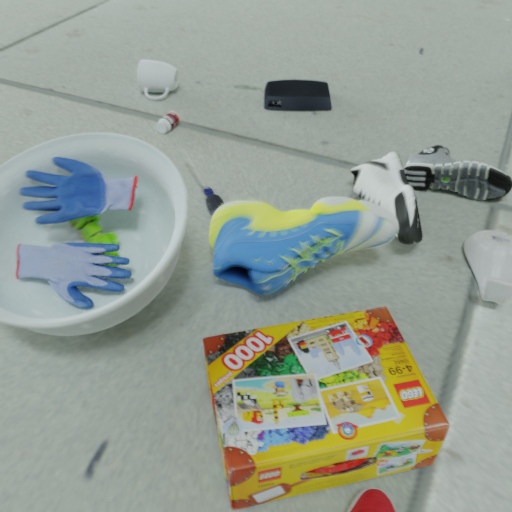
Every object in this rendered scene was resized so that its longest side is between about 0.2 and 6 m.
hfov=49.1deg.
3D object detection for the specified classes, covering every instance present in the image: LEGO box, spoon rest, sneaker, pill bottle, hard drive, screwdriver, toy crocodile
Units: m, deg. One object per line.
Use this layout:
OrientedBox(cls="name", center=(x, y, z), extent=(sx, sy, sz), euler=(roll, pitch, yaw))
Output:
OrientedBox(cls="LEGO box", center=(0.797, 1.975, 7.658), extent=(2.770, 1.069, 2.063), euler=(-9, 43, -10))
OrientedBox(cls="spoon rest", center=(4.283, 0.186, 10.059), extent=(1.127, 0.687, 2.268), euler=(16, 32, 15))
OrientedBox(cls="sneaker", center=(1.236, 3.309, 6.079), extent=(0.749, 1.183, 2.103), euler=(15, 41, 12))
OrientedBox(cls="pill bottle", center=(-2.207, -3.322, 13.965), extent=(0.356, 0.356, 0.623), euler=(18, 46, 19))
OrientedBox(cls="hard drive", center=(1.108, -4.326, 15.032), extent=(1.799, 0.381, 1.213), euler=(1, 43, 1))
OrientedBox(cls="screwdriver", center=(-1.133, -1.552, 11.757), extent=(0.338, 0.353, 2.426), euler=(-33, 61, 3))
OrientedBox(cls="sneaker", center=(0.744, -0.027, 9.686), extent=(3.319, 1.257, 1.743), euler=(0, 57, 15))
OrientedBox(cls="sneaker", center=(4.353, -1.944, 12.132), extent=(2.246, 0.843, 1.297), euler=(11, 42, 14))
OrientedBox(cls="sneaker", center=(2.562, -1.062, 11.121), extent=(1.103, 1.016, 2.757), euler=(-13, 34, 8))
OrientedBox(cls="toy crocodile", center=(-2.852, -0.390, 9.769), extent=(1.440, 0.445, 0.486), euler=(52, 41, 10))

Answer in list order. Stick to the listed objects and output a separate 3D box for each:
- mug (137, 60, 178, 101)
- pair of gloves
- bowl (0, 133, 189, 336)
OrientedBox(cls="mug", center=(-2.680, -4.748, 15.276), extent=(0.989, 0.833, 1.128), euler=(7, 73, 4))
OrientedBox(cls="pair of gloves", center=(-3.002, -0.405, 9.293), extent=(2.005, 0.284, 2.494), euler=(4, 83, 3))
OrientedBox(cls="bowl", center=(-2.793, -0.137, 9.216), extent=(3.768, 1.693, 3.768), euler=(-3, 56, 5))
